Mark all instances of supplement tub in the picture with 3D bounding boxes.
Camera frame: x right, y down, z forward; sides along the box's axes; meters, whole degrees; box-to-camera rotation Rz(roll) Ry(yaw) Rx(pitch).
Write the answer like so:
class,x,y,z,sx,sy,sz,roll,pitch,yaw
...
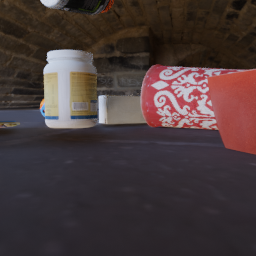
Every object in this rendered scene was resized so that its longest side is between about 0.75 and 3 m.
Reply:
class,x,y,z,sx,sy,sz,roll,pitch,yaw
supplement tub,-1.841,-1.211,9.087,1.697,2.346,1.697,0,4,0
supplement tub,-1.381,-3.870,7.825,1.237,1.237,2.019,4,12,39

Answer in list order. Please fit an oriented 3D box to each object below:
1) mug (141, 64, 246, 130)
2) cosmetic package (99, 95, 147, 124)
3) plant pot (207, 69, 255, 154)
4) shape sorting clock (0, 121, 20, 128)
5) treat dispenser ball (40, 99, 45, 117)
class,x,y,z,sx,sy,sz,roll,pitch,yaw
mug,2.272,-0.884,8.250,2.924,1.951,2.596,7,10,34
cosmetic package,-0.114,-0.727,11.030,1.982,1.118,0.804,0,4,-28
plant pot,2.098,-0.230,4.222,1.326,1.169,1.327,-2,5,-19
shape sorting clock,-3.785,-0.076,8.158,1.199,0.235,1.199,-3,2,0
treat dispenser ball,-3.699,-0.988,13.763,1.180,1.180,1.180,0,5,0
